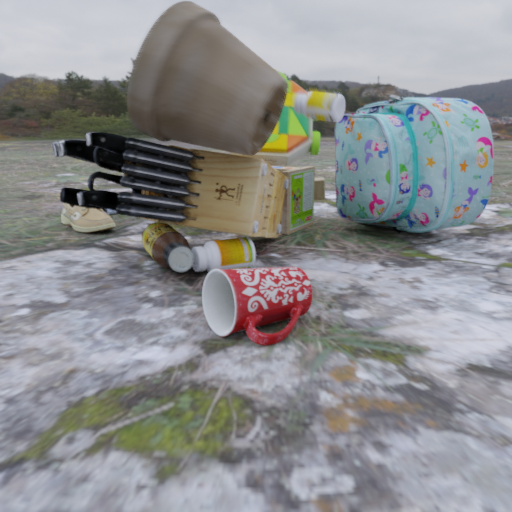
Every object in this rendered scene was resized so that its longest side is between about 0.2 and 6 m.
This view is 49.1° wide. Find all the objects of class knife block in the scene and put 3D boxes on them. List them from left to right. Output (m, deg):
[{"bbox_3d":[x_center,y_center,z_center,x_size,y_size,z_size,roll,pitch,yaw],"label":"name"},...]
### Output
[{"bbox_3d":[-1.522,-1.287,10.540,3.700,1.349,4.215,11,4,12],"label":"knife block"}]

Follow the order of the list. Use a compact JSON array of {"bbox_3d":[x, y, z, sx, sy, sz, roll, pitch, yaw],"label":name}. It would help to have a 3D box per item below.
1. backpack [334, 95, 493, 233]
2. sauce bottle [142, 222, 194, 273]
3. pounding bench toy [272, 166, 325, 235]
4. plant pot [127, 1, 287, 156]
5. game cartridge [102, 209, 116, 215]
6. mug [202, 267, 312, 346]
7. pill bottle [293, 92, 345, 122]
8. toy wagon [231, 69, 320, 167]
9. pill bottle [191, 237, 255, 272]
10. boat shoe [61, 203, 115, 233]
[{"bbox_3d":[3.367,-1.982,12.333,2.587,3.051,3.437,-10,15,-28],"label":"backpack"},{"bbox_3d":[-1.561,-0.155,10.021,0.693,0.693,2.143,-6,13,-21],"label":"sauce bottle"},{"bbox_3d":[0.491,-1.499,13.692,1.780,1.418,2.283,8,17,30],"label":"pounding bench toy"},{"bbox_3d":[-0.611,-2.531,8.694,1.868,2.153,2.153,27,22,11],"label":"plant pot"},{"bbox_3d":[-3.882,-1.265,15.254,0.551,0.169,0.828,-14,20,-31],"label":"game cartridge"},{"bbox_3d":[0.079,0.667,7.370,1.277,1.134,0.852,-6,-20,-35],"label":"mug"},{"bbox_3d":[0.972,-2.330,8.709,0.743,0.413,0.413,16,22,30],"label":"pill bottle"},{"bbox_3d":[0.234,-3.022,11.608,2.182,0.556,2.812,4,58,1],"label":"toy wagon"},{"bbox_3d":[-0.585,0.002,9.758,1.036,0.575,0.575,-8,17,-27],"label":"pill bottle"},{"bbox_3d":[-4.038,-1.006,13.257,0.764,0.688,2.119,-13,20,-39],"label":"boat shoe"}]
